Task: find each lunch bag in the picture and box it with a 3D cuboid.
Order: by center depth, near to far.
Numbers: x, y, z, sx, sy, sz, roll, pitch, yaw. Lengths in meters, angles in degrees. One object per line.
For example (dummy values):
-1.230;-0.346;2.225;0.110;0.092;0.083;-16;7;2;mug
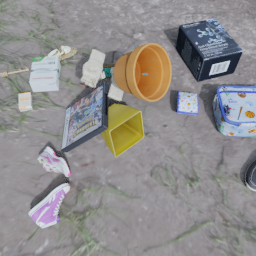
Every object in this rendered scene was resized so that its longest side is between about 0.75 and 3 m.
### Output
4.974;-0.791;11.549;2.952;1.115;2.366;3;53;1;lunch bag
2.519;-0.965;11.937;0.902;0.657;1.061;5;46;3;lunch bag

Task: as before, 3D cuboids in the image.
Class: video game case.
-1.662;-0.410;10.842;2.359;0.301;2.132;-29;46;32;video game case

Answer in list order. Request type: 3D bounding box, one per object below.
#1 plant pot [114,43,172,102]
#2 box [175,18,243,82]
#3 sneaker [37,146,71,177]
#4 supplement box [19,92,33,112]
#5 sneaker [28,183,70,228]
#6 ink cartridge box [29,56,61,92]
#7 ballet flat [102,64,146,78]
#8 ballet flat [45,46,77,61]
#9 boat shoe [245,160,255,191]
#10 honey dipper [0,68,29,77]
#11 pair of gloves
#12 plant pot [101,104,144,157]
0.390;-1.826;9.326;1.285;1.836;1.836;10;48;44;plant pot
3.786;-3.789;13.478;1.980;1.428;2.667;-15;56;-11;box
-2.719;1.374;10.307;1.579;0.642;0.696;32;61;30;sneaker
-4.489;-1.155;12.276;0.522;0.305;0.829;-10;55;-7;supplement box
-2.411;2.660;9.437;0.914;0.581;1.603;41;71;18;sneaker
-3.823;-2.515;13.009;1.229;0.697;1.677;-4;54;-3;ink cartridge box
-0.271;-2.763;13.291;2.203;0.747;0.797;-1;35;4;ballet flat
-3.336;-3.711;13.934;1.841;0.601;0.649;-38;63;-24;ballet flat
5.188;1.259;10.232;2.548;0.799;0.926;-37;62;-23;boat shoe
-5.420;-2.689;13.436;1.321;0.251;0.251;-17;56;-14;honey dipper
-0.795;-2.031;10.558;1.838;0.322;1.563;27;65;-13;pair of gloves
-0.402;-0.071;10.887;1.499;1.499;1.322;-34;50;-22;plant pot
